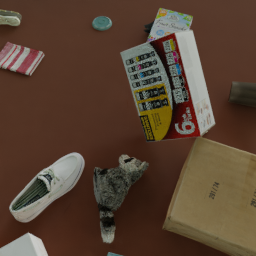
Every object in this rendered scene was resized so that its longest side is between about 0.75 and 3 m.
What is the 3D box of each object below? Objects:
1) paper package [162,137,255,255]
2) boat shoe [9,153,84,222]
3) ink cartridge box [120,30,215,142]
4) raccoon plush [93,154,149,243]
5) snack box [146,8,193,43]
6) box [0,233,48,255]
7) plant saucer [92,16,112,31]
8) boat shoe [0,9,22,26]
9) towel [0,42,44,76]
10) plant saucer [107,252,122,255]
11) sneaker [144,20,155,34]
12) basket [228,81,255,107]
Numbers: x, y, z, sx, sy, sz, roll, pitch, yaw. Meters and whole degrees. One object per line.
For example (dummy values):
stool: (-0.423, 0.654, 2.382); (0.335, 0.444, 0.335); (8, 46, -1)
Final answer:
paper package: (2.797, 2.094, 8.451); (2.712, 1.472, 2.845); (19, 61, 11)
boat shoe: (-2.475, 1.799, 8.919); (1.033, 0.938, 2.808); (33, 65, 17)
ink cartridge box: (1.002, -1.172, 8.896); (1.257, 2.631, 2.997); (-28, 104, -49)
raccoon plush: (-0.139, 2.129, 8.945); (1.726, 1.247, 2.577); (-4, 88, -18)
snack box: (1.734, -3.986, 12.131); (1.518, 0.565, 2.134); (19, 78, 9)
box: (-3.272, 3.883, 7.537); (2.033, 1.264, 0.991); (-27, 64, -14)
plant saucer: (-1.234, -4.995, 13.280); (0.943, 0.129, 0.943); (0, 60, 0)
boat shoe: (-5.889, -5.245, 13.163); (1.716, 0.613, 0.513); (9, 61, -2)
towel: (-4.740, -3.004, 12.096); (1.860, 0.212, 1.339); (17, 62, 9)
plant saucer: (-0.180, 3.755, 7.764); (0.111, 1.170, 0.409); (-33, 46, 21)
sneaker: (1.635, -4.836, 12.942); (0.941, 0.542, 1.804); (42, 71, 16)
basket: (4.634, -1.279, 10.656); (1.424, 1.284, 0.968); (11, 93, 16)
